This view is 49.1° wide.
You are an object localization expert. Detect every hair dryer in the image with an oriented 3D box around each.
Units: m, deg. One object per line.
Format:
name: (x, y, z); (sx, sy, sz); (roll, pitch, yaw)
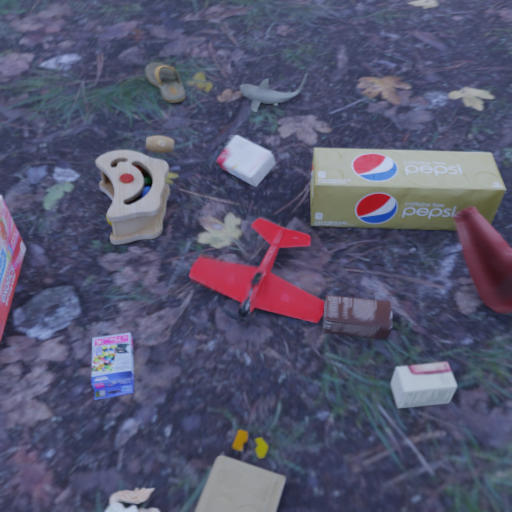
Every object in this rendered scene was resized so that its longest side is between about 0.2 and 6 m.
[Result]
hair dryer: (5.205, 0.037, 10.367); (3.327, 2.534, 0.904); (25, 19, 15)

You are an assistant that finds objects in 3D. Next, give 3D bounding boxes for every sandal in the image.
sandal: (-2.626, -5.171, 16.331); (0.837, 0.563, 2.084); (-19, 50, -16)

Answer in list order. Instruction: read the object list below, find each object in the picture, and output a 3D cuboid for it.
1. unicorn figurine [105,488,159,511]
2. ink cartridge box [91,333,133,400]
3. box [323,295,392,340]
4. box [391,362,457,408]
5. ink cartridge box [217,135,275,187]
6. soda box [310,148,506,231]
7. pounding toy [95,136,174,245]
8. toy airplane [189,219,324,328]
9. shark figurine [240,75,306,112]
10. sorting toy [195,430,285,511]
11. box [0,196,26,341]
unicorn figurine: (-2.039, 4.063, 7.867); (1.107, 0.595, 1.612); (0, 32, 14)
ink cartridge box: (-2.562, 1.944, 9.992); (0.704, 0.248, 1.180); (-8, 49, -7)
box: (1.901, 1.156, 10.568); (1.246, 0.467, 0.624); (5, 47, 7)
box: (2.826, 2.196, 9.510); (0.916, 0.585, 0.499); (-4, 47, -4)
ink cartridge box: (-0.244, -2.290, 13.528); (1.129, 0.483, 0.833); (33, 79, 26)
soda box: (3.220, -1.468, 12.427); (3.986, 1.276, 1.350); (2, 47, 2)
pounding toy: (-2.814, -1.820, 12.474); (1.666, 1.671, 2.913); (4, 47, -2)
toy airplane: (0.211, 0.270, 11.258); (2.844, 0.523, 2.844); (3, 48, -3)
shark figurine: (0.480, -4.669, 15.749); (1.911, 0.797, 1.142); (-1, 48, 2)
sorting toy: (-0.170, 3.506, 8.588); (1.157, 0.208, 1.553); (11, 48, 16)
box: (-5.536, 0.483, 10.404); (1.481, 1.605, 3.128); (-3, 48, -3)
